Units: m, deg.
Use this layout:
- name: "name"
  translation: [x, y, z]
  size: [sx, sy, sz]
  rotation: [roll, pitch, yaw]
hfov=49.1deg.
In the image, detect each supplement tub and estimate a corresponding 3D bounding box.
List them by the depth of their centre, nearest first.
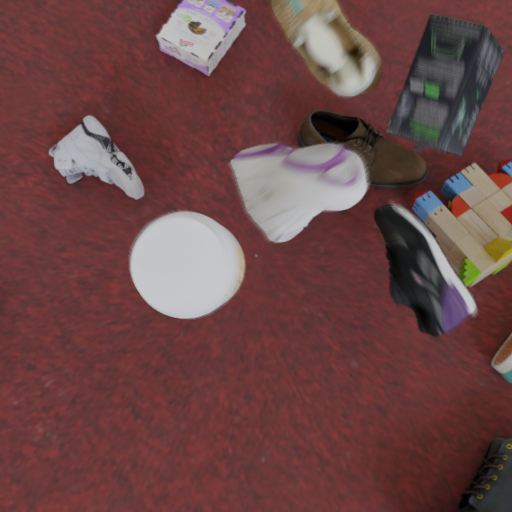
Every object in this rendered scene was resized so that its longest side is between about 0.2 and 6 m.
- name: "supplement tub"
  translation: [-0.902, 0.127, 7.703]
  size: [1.386, 1.920, 1.386]
  rotation: [0, 89, 3]

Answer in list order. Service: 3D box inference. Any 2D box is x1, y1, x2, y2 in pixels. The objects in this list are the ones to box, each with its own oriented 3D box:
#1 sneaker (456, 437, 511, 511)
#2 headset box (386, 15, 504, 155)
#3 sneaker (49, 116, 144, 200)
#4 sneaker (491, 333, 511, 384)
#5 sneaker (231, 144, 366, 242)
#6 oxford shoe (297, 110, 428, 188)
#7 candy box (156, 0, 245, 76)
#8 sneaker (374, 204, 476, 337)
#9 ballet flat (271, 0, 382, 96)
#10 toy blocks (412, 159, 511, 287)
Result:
- name: "sneaker"
  translation: [3.685, 3.868, 9.189]
  size: [2.855, 1.068, 1.517]
  rotation: [-8, 70, -11]
- name: "headset box"
  translation: [2.830, -2.402, 8.356]
  size: [0.835, 1.567, 1.800]
  rotation: [26, 109, 27]
- name: "sneaker"
  translation: [-3.047, -1.644, 10.652]
  size: [1.168, 0.763, 2.032]
  rotation: [-36, 73, -8]
- name: "sneaker"
  translation: [5.057, 1.508, 9.922]
  size: [0.777, 0.694, 1.944]
  rotation: [44, 82, 2]
- name: "sneaker"
  translation: [0.641, -0.839, 7.983]
  size: [1.086, 2.901, 1.445]
  rotation: [-18, 109, -21]
- name: "oxford shoe"
  translation: [2.041, -2.009, 10.564]
  size: [2.598, 1.097, 0.944]
  rotation: [19, 75, 3]
- name: "candy box"
  translation: [-1.118, -4.639, 11.507]
  size: [1.228, 0.524, 1.464]
  rotation: [30, 77, 7]
- name: "sneaker"
  translation: [2.369, 0.238, 8.551]
  size: [0.944, 0.817, 2.157]
  rotation: [-36, 88, -13]
- name: "ballet flat"
  translation: [1.121, -2.866, 8.055]
  size: [0.967, 2.742, 0.895]
  rotation: [-29, 59, 28]
- name: "toy blocks"
  translation: [4.174, -0.803, 10.262]
  size: [2.765, 1.382, 1.890]
  rotation: [-31, 67, -11]
